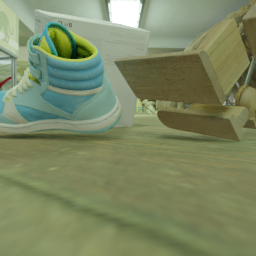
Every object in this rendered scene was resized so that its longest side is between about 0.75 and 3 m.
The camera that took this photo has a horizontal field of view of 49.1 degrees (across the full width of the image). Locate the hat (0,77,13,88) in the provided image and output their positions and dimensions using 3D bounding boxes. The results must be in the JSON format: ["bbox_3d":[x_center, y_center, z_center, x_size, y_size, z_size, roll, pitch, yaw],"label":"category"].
[{"bbox_3d":[-4.905,-0.955,10.017,1.619,1.839,1.523,4,14,-37],"label":"hat"}]

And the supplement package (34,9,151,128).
[{"bbox_3d":[-1.218,-1.661,8.116,2.693,2.817,2.071,-2,25,-29],"label":"supplement package"}]

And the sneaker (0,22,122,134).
[{"bbox_3d":[-1.524,-0.828,4.636,2.700,1.763,1.074,-1,42,12],"label":"sneaker"}]

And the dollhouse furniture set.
[{"bbox_3d":[1.661,-1.132,5.472,2.464,2.343,2.007,-48,33,-21],"label":"dollhouse furniture set"}]
